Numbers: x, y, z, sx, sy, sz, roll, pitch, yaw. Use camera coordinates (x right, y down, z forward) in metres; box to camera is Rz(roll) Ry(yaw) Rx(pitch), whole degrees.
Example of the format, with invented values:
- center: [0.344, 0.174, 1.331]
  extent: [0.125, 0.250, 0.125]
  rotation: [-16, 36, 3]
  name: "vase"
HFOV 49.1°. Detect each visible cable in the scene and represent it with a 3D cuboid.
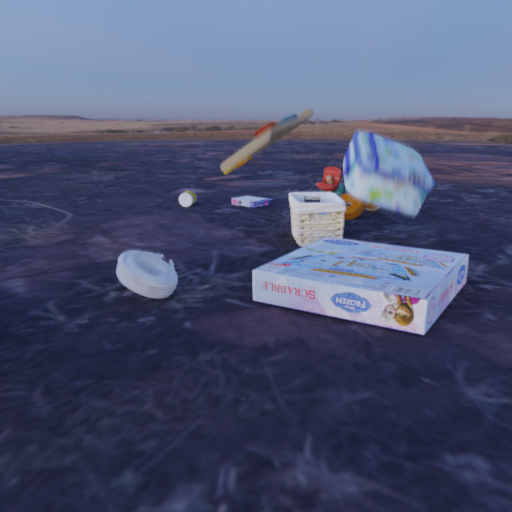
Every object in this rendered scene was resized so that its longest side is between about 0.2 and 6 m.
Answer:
- center: [-1.812, 0.294, 9.283]
  extent: [1.052, 0.364, 1.052]
  rotation: [17, 23, -30]
  name: "cable"

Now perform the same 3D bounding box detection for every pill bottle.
- center: [-2.116, -1.798, 17.489]
  extent: [0.442, 0.442, 0.790]
  rotation: [2, 15, 6]
  name: "pill bottle"

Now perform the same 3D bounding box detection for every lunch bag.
- center: [2.343, -1.558, 10.256]
  extent: [1.506, 0.772, 1.873]
  rotation: [18, 32, -3]
  name: "lunch bag"

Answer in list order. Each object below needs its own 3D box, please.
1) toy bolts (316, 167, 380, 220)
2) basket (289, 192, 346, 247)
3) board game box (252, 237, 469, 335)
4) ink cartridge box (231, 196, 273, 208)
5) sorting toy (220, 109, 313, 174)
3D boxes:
- center: [2.625, -1.574, 16.242]
  extent: [1.863, 1.292, 1.779]
  rotation: [21, 64, 30]
  name: "toy bolts"
- center: [1.371, -0.865, 12.948]
  extent: [1.126, 1.025, 1.661]
  rotation: [-1, 14, -2]
  name: "basket"
- center: [1.810, 0.352, 9.307]
  extent: [2.769, 0.570, 2.763]
  rotation: [9, 18, 31]
  name: "board game box"
- center: [-0.124, -1.684, 17.464]
  extent: [1.170, 0.245, 0.698]
  rotation: [10, 18, 43]
  name: "ink cartridge box"
- center: [-0.036, -2.386, 12.093]
  extent: [2.381, 0.319, 1.774]
  rotation: [-26, 9, 46]
  name: "sorting toy"
